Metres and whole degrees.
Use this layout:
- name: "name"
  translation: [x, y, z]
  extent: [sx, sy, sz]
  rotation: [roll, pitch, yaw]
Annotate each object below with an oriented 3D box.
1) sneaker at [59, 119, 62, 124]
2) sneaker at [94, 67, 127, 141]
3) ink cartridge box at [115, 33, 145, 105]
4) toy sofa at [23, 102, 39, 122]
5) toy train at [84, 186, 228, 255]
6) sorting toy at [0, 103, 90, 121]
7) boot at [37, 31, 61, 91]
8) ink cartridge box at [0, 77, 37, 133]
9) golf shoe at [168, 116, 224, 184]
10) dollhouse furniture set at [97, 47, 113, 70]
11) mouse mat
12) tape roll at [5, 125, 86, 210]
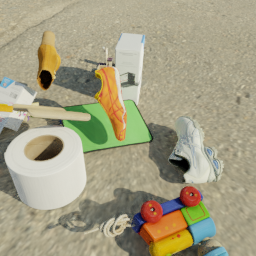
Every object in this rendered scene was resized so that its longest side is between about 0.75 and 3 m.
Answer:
- name: "sneaker"
  translation: [-2.197, -0.202, 9.902]
  extent: [0.506, 0.354, 0.877]
  rotation: [-8, 32, -5]
- name: "sneaker"
  translation: [-0.528, -0.696, 8.537]
  extent: [0.893, 0.845, 2.316]
  rotation: [-12, 80, -6]
- name: "ink cartridge box"
  translation: [0.059, -2.271, 10.900]
  extent: [0.955, 2.281, 1.655]
  rotation: [6, 39, 4]
- name: "toy sofa"
  translation: [-4.069, -0.749, 10.465]
  extent: [1.397, 0.682, 0.579]
  rotation: [15, 16, 19]
- name: "toy train"
  translation: [0.642, 2.492, 5.989]
  extent: [2.789, 1.181, 1.614]
  rotation: [-16, 55, -19]
- name: "sorting toy"
  translation: [-2.371, -0.383, 7.222]
  extent: [2.337, 0.313, 1.741]
  rotation: [3, 6, -36]
- name: "boot"
  translation: [-2.775, -1.987, 9.557]
  extent: [0.812, 2.307, 1.651]
  rotation: [5, 70, -12]
- name: "ink cartridge box"
  translation: [-4.171, -0.657, 9.736]
  extent: [1.125, 0.663, 1.954]
  rotation: [23, 83, 26]
- name: "golf shoe"
  translation: [1.734, 0.571, 8.431]
  extent: [1.271, 1.024, 2.615]
  rotation: [-13, 39, -7]
- name: "dollhouse furniture set"
  translation: [-0.947, -3.088, 12.954]
  extent: [1.109, 0.994, 1.400]
  rotation: [5, 39, 6]
- name: "mouse mat"
  translation: [-0.788, -0.139, 9.628]
  extent: [2.863, 0.108, 2.304]
  rotation: [-7, 46, -18]
- name: "tape roll"
  translation: [-2.136, 1.010, 7.543]
  extent: [1.940, 1.332, 1.940]
  rotation: [1, 39, 0]
